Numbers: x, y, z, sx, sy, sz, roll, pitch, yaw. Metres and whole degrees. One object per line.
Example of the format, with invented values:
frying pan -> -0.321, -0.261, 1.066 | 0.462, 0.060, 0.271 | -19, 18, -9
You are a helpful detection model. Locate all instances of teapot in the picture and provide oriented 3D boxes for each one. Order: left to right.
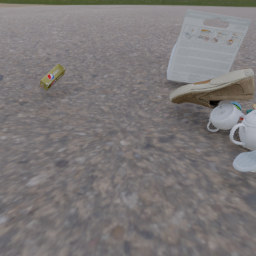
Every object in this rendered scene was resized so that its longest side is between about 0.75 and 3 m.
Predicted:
teapot -> 2.589, -0.225, 7.415 | 0.782, 0.579, 0.792 | -49, 31, -14
teapot -> 3.212, -0.052, 6.769 | 1.199, 0.887, 1.215 | -5, 36, 38

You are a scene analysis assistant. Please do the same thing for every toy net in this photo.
toy net -> 3.498, -0.325, 7.812 | 1.482, 0.778, 0.286 | 19, 57, 35

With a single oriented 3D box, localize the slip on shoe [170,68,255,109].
slip on shoe -> 2.270, -0.916, 7.892 | 1.001, 0.798, 2.633 | -9, -2, -44

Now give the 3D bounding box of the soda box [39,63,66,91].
soda box -> -2.652, -1.799, 9.882 | 0.335, 0.355, 1.048 | 35, 55, -3

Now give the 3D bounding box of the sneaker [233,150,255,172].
sneaker -> 2.511, 0.711, 5.597 | 1.168, 0.413, 0.427 | -13, 36, -31

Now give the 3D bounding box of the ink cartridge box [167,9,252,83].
ink cartridge box -> 2.769, -2.827, 10.071 | 2.227, 2.740, 0.782 | 8, 40, -2
